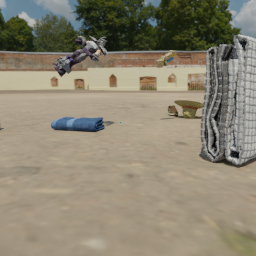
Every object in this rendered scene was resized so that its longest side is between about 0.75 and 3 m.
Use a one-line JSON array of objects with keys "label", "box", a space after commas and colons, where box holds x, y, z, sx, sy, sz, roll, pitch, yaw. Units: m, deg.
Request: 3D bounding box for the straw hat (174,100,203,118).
[{"label": "straw hat", "box": [3.272, -0.898, 14.886, 1.827, 0.773, 1.827, 10, -4, 1]}]

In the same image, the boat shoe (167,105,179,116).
[{"label": "boat shoe", "box": [2.583, -1.058, 16.396, 0.584, 0.585, 1.581, -1, 9, -6]}]

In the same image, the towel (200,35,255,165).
[{"label": "towel", "box": [2.888, -0.703, 7.120, 2.392, 2.889, 1.236, -7, 9, -43]}]

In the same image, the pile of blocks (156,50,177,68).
[{"label": "pile of blocks", "box": [1.720, -3.142, 12.798, 1.146, 0.470, 0.356, -35, 34, -7]}]

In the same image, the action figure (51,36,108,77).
[{"label": "action figure", "box": [-1.800, -2.878, 10.922, 2.355, 0.817, 1.532, -34, 46, -5]}]

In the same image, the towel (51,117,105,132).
[{"label": "towel", "box": [-2.018, -0.179, 11.349, 1.976, 0.480, 1.103, 3, 10, 16]}]
